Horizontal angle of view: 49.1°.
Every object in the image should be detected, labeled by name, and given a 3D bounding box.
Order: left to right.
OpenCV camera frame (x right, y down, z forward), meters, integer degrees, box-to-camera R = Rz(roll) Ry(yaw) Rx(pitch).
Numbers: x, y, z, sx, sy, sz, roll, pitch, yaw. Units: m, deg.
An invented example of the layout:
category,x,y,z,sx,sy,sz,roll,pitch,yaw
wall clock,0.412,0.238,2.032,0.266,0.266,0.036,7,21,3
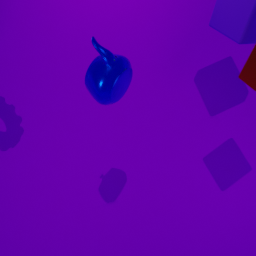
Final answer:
category,x,y,z,sx,sy,sz,roll,pitch,yaw
teapot,-0.414,-0.987,5.224,0.778,1.588,0.987,31,63,16
cube,3.124,-3.018,7.145,1.291,1.291,1.291,-10,43,-24
cube,3.176,-1.268,5.711,1.065,1.065,1.065,-22,56,-26
